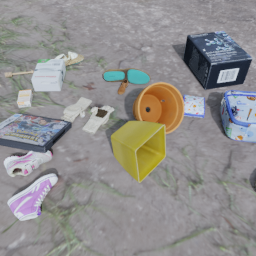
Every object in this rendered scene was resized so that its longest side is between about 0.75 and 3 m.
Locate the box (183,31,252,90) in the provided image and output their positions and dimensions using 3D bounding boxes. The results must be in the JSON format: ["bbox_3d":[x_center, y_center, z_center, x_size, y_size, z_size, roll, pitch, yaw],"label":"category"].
[{"bbox_3d":[4.078,-3.231,13.145,1.980,1.428,2.667,-10,46,-10],"label":"box"}]

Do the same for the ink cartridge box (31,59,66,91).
[{"bbox_3d":[-3.607,-2.440,12.862,1.229,0.697,1.677,0,45,0],"label":"ink cartridge box"}]

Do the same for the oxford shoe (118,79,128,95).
[{"bbox_3d":[-0.240,-1.840,12.529,0.336,0.336,0.942,13,48,11],"label":"oxford shoe"}]

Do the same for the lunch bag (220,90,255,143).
[{"bbox_3d":[5.004,-0.541,10.687,2.952,1.115,2.366,6,43,4],"label":"lunch bag"}]

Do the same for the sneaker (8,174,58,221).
[{"bbox_3d":[-2.654,2.127,8.416,1.603,0.581,0.914,-36,61,-22],"label":"sneaker"}]

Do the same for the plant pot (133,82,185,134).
[{"bbox_3d":[0.964,-0.691,10.342,1.836,1.836,1.285,-21,9,-20],"label":"plant pot"}]

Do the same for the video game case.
[{"bbox_3d":[-3.543,0.107,10.059,2.359,0.301,2.132,9,25,10],"label":"video game case"}]

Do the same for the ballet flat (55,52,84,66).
[{"bbox_3d":[-3.013,-3.437,13.946,1.841,0.601,0.649,-30,52,-27],"label":"ballet flat"}]

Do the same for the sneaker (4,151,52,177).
[{"bbox_3d":[-3.269,1.214,9.275,1.579,0.642,0.696,-19,48,-7],"label":"sneaker"}]

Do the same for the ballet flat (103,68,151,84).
[{"bbox_3d":[-0.038,-2.457,12.998,2.203,0.747,0.797,1,26,6],"label":"ballet flat"}]

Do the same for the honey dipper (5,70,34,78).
[{"bbox_3d":[-5.172,-2.621,13.393,1.321,0.251,0.251,-11,46,-13],"label":"honey dipper"}]

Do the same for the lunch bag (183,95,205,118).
[{"bbox_3d":[2.601,-0.779,11.230,0.902,0.657,1.061,7,37,7],"label":"lunch bag"}]

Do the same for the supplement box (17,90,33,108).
[{"bbox_3d":[-4.383,-1.258,11.949,0.522,0.305,0.829,-6,45,-6],"label":"supplement box"}]

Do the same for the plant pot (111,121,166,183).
[{"bbox_3d":[0.286,0.608,9.332,1.322,1.499,1.499,25,49,34],"label":"plant pot"}]

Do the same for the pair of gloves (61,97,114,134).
[{"bbox_3d":[-1.657,-0.599,11.278,1.838,0.322,1.563,24,50,24],"label":"pair of gloves"}]
